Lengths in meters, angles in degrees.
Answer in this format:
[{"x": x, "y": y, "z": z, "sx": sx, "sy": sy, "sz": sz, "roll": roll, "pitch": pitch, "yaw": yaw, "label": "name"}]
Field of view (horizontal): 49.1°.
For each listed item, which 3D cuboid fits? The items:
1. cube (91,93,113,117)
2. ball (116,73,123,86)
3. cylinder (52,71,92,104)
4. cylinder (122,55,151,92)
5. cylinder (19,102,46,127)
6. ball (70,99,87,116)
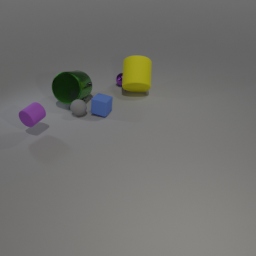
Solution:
[{"x": -1.129, "y": -0.999, "z": 12.056, "sx": 0.700, "sy": 0.700, "sz": 0.700, "roll": 16, "pitch": 32, "yaw": 14, "label": "cube"}, {"x": -0.299, "y": -2.590, "z": 14.972, "sx": 0.700, "sy": 0.700, "sz": 0.700, "roll": 0, "pitch": 30, "yaw": 0, "label": "ball"}, {"x": -2.513, "y": -1.877, "z": 12.738, "sx": 1.400, "sy": 1.400, "sz": 1.400, "roll": 7, "pitch": 15, "yaw": 12, "label": "cylinder"}, {"x": 0.440, "y": -2.635, "z": 13.800, "sx": 1.400, "sy": 1.400, "sz": 1.400, "roll": 2, "pitch": -11, "yaw": 0, "label": "cylinder"}, {"x": -3.539, "y": -0.496, "z": 10.382, "sx": 0.700, "sy": 0.700, "sz": 0.700, "roll": 14, "pitch": 39, "yaw": 23, "label": "cylinder"}, {"x": -2.115, "y": -0.873, "z": 11.982, "sx": 0.700, "sy": 0.700, "sz": 0.700, "roll": 0, "pitch": 30, "yaw": 0, "label": "ball"}]
